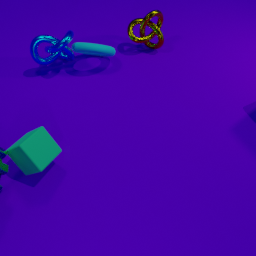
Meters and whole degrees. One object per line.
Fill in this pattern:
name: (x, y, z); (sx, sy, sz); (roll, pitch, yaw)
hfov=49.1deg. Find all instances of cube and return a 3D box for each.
cube: (-2.356, 0.581, 7.029); (0.814, 0.814, 0.814); (-18, 24, 42)

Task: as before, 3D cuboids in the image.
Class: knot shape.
knot shape: (-2.479, -2.599, 9.212); (1.456, 1.556, 0.719); (-17, 81, -23)
knot shape: (0.617, -3.443, 9.893); (1.301, 1.390, 0.642); (-2, 32, 0)

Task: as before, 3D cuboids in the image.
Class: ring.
ring: (-1.162, -2.652, 9.493); (1.476, 0.295, 1.476); (6, 11, -1)

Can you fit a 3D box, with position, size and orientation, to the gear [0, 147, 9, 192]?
gear: (-3.733, 1.185, 6.622); (1.971, 0.365, 1.971); (-13, 57, 22)
